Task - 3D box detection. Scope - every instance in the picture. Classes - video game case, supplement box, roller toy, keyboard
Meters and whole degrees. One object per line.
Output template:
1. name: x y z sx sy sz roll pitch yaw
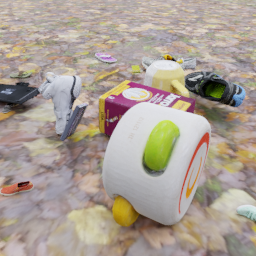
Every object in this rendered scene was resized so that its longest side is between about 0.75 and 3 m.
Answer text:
1. video game case: -1.662 -0.232 8.815 0.149 1.126 1.576 27 7 -2
2. supplement box: 0.586 -0.397 9.209 2.683 1.384 1.756 19 35 23
3. roller toy: 0.645 0.770 6.525 1.913 2.738 2.498 18 27 25
4. keyboard: -4.779 -1.479 11.606 2.672 0.343 1.604 11 40 31

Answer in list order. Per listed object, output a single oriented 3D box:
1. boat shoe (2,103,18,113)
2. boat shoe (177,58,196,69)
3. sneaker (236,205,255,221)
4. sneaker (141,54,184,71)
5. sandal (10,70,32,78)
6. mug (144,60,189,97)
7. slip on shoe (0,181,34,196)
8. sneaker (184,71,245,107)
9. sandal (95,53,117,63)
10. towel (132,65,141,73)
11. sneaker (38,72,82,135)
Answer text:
1. boat shoe: -4.686 -0.909 11.108 0.308 0.263 0.923 8 33 16
2. boat shoe: 2.762 -3.403 14.666 1.671 0.558 0.615 -10 34 -15
3. sneaker: 2.946 2.070 6.515 0.783 0.288 0.462 9 28 9
4. sneaker: 1.765 -3.240 13.978 2.540 1.043 0.989 25 40 34
5. sandal: -5.266 -2.655 13.750 1.086 0.310 0.431 -5 33 -7
6. mug: 1.533 -1.437 10.477 2.261 1.856 1.811 21 38 29
7. slip on shoe: -2.926 1.560 7.350 0.843 0.258 0.312 -9 36 -11
8. sneaker: 3.080 -1.643 10.717 1.227 1.050 2.961 14 15 -32
9. sandal: -1.311 -4.030 15.772 1.629 0.400 0.663 28 42 35
10. towel: 0.416 -3.098 14.639 0.404 0.085 0.939 -2 33 -4
11. sneaker: -2.350 -0.807 9.170 1.196 2.080 0.782 10 18 -32
